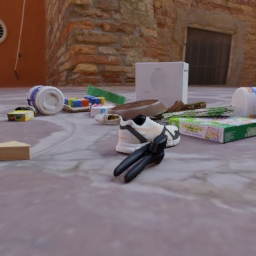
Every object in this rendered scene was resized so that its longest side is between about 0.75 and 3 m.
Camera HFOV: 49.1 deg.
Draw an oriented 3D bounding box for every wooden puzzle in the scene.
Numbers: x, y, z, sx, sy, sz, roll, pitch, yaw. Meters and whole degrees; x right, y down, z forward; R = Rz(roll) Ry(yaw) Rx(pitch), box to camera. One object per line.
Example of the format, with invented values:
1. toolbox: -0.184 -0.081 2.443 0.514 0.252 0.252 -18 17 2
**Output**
1. wooden puzzle: -2.439 -1.435 15.918 2.854 0.661 2.643 -4 11 -30

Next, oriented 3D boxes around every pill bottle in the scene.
1. pill bottle: -4.342 -1.452 14.284 1.373 1.373 2.475 -7 12 -34
2. pill bottle: 5.424 -0.800 10.534 2.632 1.475 1.475 0 11 0

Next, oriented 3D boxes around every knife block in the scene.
1. knife block: -2.866 0.559 6.374 1.030 0.330 0.904 8 14 36

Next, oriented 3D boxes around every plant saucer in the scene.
1. plant saucer: 0.320 -0.816 12.168 2.736 0.471 2.736 -10 13 2

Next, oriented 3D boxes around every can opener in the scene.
1. can opener: 0.253 0.604 5.659 0.547 0.678 1.725 16 27 31

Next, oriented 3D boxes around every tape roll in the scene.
1. tape roll: -1.369 -2.047 17.667 2.476 0.595 2.476 17 6 -2

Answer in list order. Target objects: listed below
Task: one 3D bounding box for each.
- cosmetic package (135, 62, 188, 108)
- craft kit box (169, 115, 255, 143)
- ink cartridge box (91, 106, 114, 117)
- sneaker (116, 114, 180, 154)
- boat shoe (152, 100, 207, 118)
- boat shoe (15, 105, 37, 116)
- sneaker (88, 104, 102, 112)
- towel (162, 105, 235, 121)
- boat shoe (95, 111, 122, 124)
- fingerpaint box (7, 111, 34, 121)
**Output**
1. cosmetic package: 1.793 -2.141 14.810 2.512 2.520 1.549 4 10 21
2. craft kit box: 2.919 -0.063 9.309 2.245 0.545 2.217 -8 10 -36
3. ink cartridge box: -1.043 -0.793 13.302 0.738 0.435 1.282 10 14 42
4. sneaker: 0.651 0.078 7.444 0.839 0.911 2.277 8 12 43
5. boat shoe: 2.277 -0.839 12.485 2.422 0.823 0.871 -1 11 -3
6. boat shoe: -4.821 -0.761 13.190 1.421 0.520 0.460 9 28 42
7. sneaker: -1.724 -0.906 13.945 0.659 0.546 1.381 -5 2 11
8. towel: 2.600 -0.515 10.463 2.498 0.292 1.906 -7 0 15
9. boat shoe: -0.802 -0.410 10.888 1.160 0.429 0.495 9 -24 18
10. fingerpaint box: -4.632 -0.524 12.121 0.780 0.343 0.935 -1 11 2
